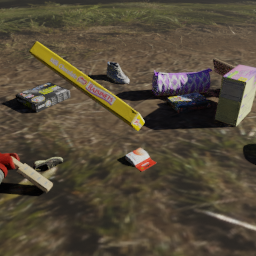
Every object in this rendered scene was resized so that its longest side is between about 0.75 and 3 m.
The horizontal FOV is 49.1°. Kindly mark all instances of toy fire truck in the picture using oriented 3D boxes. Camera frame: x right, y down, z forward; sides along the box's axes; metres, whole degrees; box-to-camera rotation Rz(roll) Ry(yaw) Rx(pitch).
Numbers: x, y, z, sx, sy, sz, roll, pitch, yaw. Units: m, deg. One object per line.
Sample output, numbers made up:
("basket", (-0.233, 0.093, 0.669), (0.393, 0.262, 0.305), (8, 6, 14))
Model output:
("toy fire truck", (-3.480, 1.463, 7.409), (2.399, 1.544, 2.112), (-8, 31, 6))

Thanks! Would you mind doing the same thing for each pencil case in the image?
("pencil case", (2.464, -2.175, 13.162), (2.794, 1.195, 1.173), (-4, 30, -9))

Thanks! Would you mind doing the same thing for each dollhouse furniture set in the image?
("dollhouse furniture set", (5.684, -2.917, 13.098), (2.482, 2.360, 2.022), (-47, 55, -7))

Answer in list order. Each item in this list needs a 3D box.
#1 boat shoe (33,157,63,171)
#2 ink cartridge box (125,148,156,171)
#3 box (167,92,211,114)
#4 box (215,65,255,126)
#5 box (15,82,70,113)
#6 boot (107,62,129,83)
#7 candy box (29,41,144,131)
("boat shoe", (-2.476, 1.150, 8.720), (0.899, 0.321, 0.295), (-10, 43, -12))
("ink cartridge box", (0.412, 1.001, 9.035), (0.660, 0.204, 0.814), (-24, 37, -33))
("box", (2.669, -1.111, 12.290), (1.590, 0.300, 1.086), (-12, 34, -18))
("box", (4.347, -1.314, 11.125), (0.912, 1.887, 1.659), (24, 40, 32))
("box", (-3.832, -1.447, 12.712), (1.515, 0.419, 1.891), (23, 39, 32))
("boot", (-0.577, -2.950, 14.730), (0.631, 0.820, 1.717), (-25, 40, -34))
("candy box", (-0.756, -0.788, 5.649), (2.429, 0.321, 1.242), (36, -2, 10))
